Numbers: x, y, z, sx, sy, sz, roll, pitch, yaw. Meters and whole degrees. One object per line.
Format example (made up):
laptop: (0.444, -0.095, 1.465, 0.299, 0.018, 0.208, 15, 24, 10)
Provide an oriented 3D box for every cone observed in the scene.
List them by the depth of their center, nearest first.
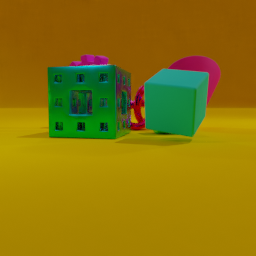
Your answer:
cone: (1.757, -0.772, 7.355, 1.566, 1.572, 1.566, 1, -38, 1)

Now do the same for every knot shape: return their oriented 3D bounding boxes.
knot shape: (0.421, -0.535, 7.246, 1.235, 1.156, 0.571, 1, 8, -19)

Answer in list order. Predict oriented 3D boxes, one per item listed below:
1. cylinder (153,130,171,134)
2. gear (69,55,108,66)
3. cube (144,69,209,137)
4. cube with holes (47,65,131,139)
cylinder: (0.941, -0.235, 6.184, 0.716, 0.716, 0.716, -1, 5, -14)
gear: (-0.948, -1.004, 7.584, 1.867, 1.867, 0.345, 3, 12, 31)
cube: (0.853, -0.472, 4.896, 0.867, 0.867, 0.867, 11, 31, 25)
cube with holes: (-0.734, -0.530, 5.882, 1.349, 1.349, 1.349, 1, 5, 13)
